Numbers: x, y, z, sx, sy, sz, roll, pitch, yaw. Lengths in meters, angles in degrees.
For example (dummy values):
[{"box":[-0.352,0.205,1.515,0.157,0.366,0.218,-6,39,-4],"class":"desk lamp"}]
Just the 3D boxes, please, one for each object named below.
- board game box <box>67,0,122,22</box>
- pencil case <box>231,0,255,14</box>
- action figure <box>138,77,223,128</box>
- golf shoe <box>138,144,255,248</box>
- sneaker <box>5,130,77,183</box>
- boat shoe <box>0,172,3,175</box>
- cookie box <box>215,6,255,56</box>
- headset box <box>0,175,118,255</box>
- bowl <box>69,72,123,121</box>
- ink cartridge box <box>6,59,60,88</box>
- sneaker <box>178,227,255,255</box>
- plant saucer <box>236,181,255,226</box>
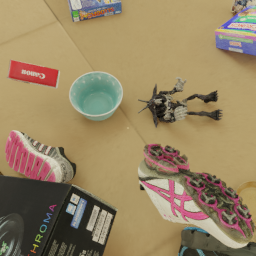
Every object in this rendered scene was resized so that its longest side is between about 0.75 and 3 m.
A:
[{"box":[-1.390,-5.039,10.091,1.768,0.450,2.612,-13,64,-6],"class":"board game box"},{"box":[4.369,-4.151,9.506,1.570,0.702,0.611,12,63,5],"class":"pencil case"},{"box":[1.370,-0.687,7.532,2.176,1.110,1.293,0,74,-2],"class":"action figure"},{"box":[0.943,1.123,4.397,0.798,1.012,2.198,-2,25,-33],"class":"golf shoe"},{"box":[-2.153,0.746,6.941,2.350,1.028,0.867,25,102,35],"class":"sneaker"},{"box":[-3.974,1.026,6.816,2.576,0.953,0.855,35,82,16],"class":"boat shoe"},{"box":[3.845,-3.052,8.638,1.753,0.659,1.499,-38,41,-18],"class":"cookie box"},{"box":[-2.025,2.308,5.202,2.928,1.358,2.549,-2,57,39],"class":"headset box"},{"box":[-0.844,-0.765,7.745,1.428,0.747,1.428,0,62,0],"class":"bowl"},{"box":[-2.017,-1.154,6.060,1.003,0.880,0.421,10,95,-13],"class":"ink cartridge box"},{"box":[2.449,2.965,5.826,2.852,1.044,1.168,11,78,13],"class":"sneaker"},{"box":[3.074,1.820,6.735,1.084,0.192,1.084,0,63,0],"class":"plant saucer"}]
